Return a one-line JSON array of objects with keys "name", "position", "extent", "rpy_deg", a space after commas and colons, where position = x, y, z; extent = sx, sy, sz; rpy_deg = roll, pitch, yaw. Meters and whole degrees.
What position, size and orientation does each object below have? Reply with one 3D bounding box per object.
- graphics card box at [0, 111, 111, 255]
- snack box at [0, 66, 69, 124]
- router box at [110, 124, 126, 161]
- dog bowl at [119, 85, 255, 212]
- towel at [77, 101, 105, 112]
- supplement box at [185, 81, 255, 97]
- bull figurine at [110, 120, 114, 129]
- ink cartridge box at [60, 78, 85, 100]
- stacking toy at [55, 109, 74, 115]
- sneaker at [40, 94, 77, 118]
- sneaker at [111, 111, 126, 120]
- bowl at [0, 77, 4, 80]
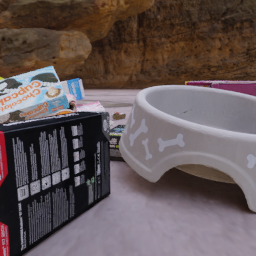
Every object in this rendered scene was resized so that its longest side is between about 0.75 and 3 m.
[{"name": "graphics card box", "position": [-0.788, 0.441, 2.854], "extent": [0.449, 1.108, 1.766], "rpy_deg": [4, 11, 28]}, {"name": "snack box", "position": [-2.939, -0.693, 7.080], "extent": [2.579, 0.478, 1.498], "rpy_deg": [-20, 47, -14]}, {"name": "router box", "position": [0.368, 0.291, 5.536], "extent": [1.604, 0.498, 1.202], "rpy_deg": [3, 10, 17]}, {"name": "dog bowl", "position": [1.343, 0.035, 4.285], "extent": [2.905, 0.852, 2.905], "rpy_deg": [5, 21, -2]}, {"name": "towel", "position": [-2.179, -0.988, 13.491], "extent": [1.907, 0.390, 2.606], "rpy_deg": [-3, 10, -10]}, {"name": "supplement box", "position": [3.180, -0.872, 9.531], "extent": [1.846, 1.455, 2.820], "rpy_deg": [-1, 10, -4]}, {"name": "bull figurine", "position": [-0.815, 0.104, 6.361], "extent": [1.269, 0.413, 0.770], "rpy_deg": [-21, -10, -23]}, {"name": "ink cartridge box", "position": [-3.655, -1.768, 14.531], "extent": [2.612, 1.101, 1.907], "rpy_deg": [-12, 10, -4]}, {"name": "stacking toy", "position": [-1.480, -0.008, 6.763], "extent": [0.568, 0.568, 0.778], "rpy_deg": [-4, 54, -20]}, {"name": "sneaker", "position": [-2.307, -0.798, 10.872], "extent": [1.204, 0.867, 2.303], "rpy_deg": [-1, 16, 20]}, {"name": "sneaker", "position": [-0.487, -0.481, 10.766], "extent": [0.459, 0.290, 0.815], "rpy_deg": [11, 7, 33]}, {"name": "bowl", "position": [-5.650, -1.110, 11.630], "extent": [1.907, 1.907, 1.026], "rpy_deg": [-13, 59, -53]}]
